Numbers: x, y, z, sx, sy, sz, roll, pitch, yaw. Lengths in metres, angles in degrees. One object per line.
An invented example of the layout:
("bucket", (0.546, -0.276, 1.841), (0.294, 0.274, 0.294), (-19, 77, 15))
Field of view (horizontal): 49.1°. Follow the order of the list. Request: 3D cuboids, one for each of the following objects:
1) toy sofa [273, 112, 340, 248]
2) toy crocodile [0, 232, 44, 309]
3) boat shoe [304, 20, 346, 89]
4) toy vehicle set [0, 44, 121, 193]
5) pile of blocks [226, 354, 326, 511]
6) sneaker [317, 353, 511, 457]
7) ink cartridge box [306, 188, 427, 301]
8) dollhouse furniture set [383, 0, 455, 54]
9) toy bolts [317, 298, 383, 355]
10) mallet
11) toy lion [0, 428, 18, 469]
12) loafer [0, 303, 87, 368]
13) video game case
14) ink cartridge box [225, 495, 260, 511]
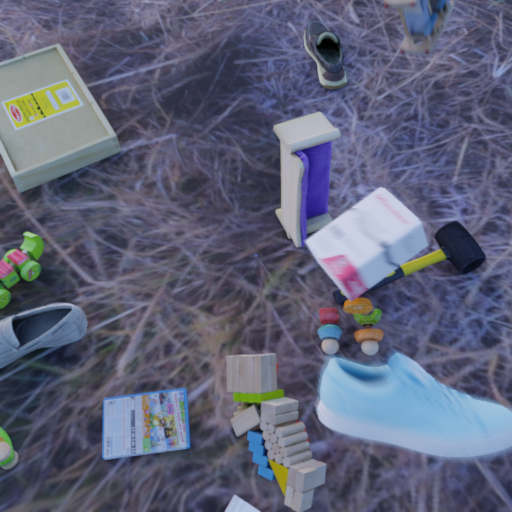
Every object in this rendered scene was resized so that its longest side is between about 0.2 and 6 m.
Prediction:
("toy sofa", (1.029, -1.382, 10.816), (1.018, 2.457, 1.199), (-19, 51, -12))
("toy crocodile", (-4.850, 0.391, 10.737), (0.678, 0.620, 2.009), (30, 62, 18))
("boat shoe", (1.823, -5.365, 14.402), (0.892, 0.820, 2.496), (-7, 57, -5))
("toy vehicle set", (-5.106, -3.421, 13.300), (2.417, 0.516, 3.890), (-26, 60, -16))
("pile of blocks", (0.322, 2.789, 9.191), (0.824, 1.089, 2.653), (7, 54, -49))
("sneaker", (2.228, 1.975, 7.751), (2.752, 1.127, 1.017), (3, 17, 11))
("ink cartridge box", (1.570, -0.184, 7.981), (1.371, 0.578, 0.992), (-36, 46, 1))
("dollhouse furniture set", (3.488, -4.536, 10.070), (1.808, 1.274, 1.267), (18, 74, 37))
("toy bolts", (1.638, 1.317, 9.975), (1.153, 1.102, 0.800), (-7, 64, 17))
("mallet", (2.885, 0.135, 10.992), (3.082, 0.634, 1.015), (-15, 58, -5))
("toy lion", (-4.695, 3.179, 9.079), (1.277, 0.438, 1.224), (-32, 54, -19))
("loafer", (-4.286, 1.390, 9.931), (2.464, 0.860, 0.862), (-19, 59, -12))
("video game case", (-1.857, 2.816, 9.438), (1.418, 0.126, 1.015), (-6, 56, -4))
("ink cartridge box", (-0.171, 4.410, 8.292), (1.093, 0.277, 1.241), (27, 60, 16))
